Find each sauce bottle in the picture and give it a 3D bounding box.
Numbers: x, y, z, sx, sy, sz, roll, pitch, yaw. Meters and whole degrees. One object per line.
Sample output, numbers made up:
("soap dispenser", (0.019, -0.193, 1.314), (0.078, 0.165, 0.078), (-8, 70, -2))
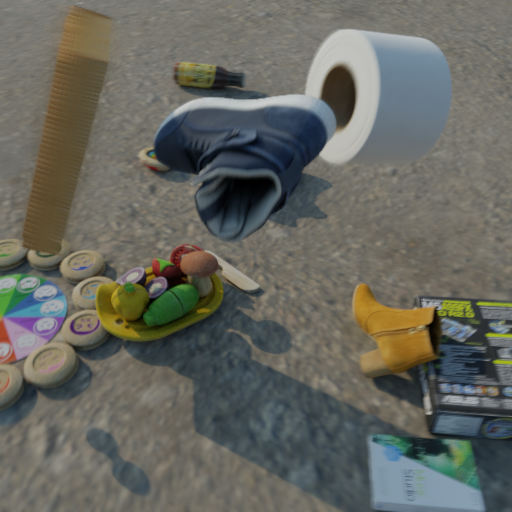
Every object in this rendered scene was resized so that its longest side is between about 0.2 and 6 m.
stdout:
("sauce bottle", (-1.342, -5.193, 16.188), (2.068, 0.683, 0.683), (7, 42, 9))

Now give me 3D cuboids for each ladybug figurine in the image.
("ladybug figurine", (-2.325, -2.232, 13.051), (0.935, 0.336, 0.634), (30, 49, 29))

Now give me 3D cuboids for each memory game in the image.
("memory game", (-4.337, 0.962, 9.459), (3.996, 0.255, 3.996), (0, 41, 0))

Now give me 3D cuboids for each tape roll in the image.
("tape roll", (1.693, -2.248, 8.106), (1.268, 1.846, 1.846), (-5, 40, -25))

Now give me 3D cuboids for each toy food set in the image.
("toy food set", (-1.401, 0.360, 9.512), (2.702, 0.883, 1.590), (-24, 47, -31))

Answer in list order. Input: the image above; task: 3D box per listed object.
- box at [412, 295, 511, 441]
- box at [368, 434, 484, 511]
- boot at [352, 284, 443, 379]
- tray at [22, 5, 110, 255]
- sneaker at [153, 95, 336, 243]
("box", (3.873, 1.648, 8.399), (2.796, 0.619, 2.240), (3, 41, 3))
("box", (2.177, 2.849, 7.309), (1.342, 0.244, 0.969), (4, 42, 3))
("boot", (2.205, 0.993, 8.692), (1.289, 0.634, 1.801), (-28, 40, 31))
("tray", (-2.746, -1.701, 7.987), (0.583, 3.151, 1.554), (11, 39, -21))
("sneaker", (-0.532, -0.994, 6.304), (2.474, 0.941, 1.788), (-1, 43, 34))
